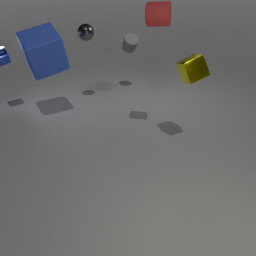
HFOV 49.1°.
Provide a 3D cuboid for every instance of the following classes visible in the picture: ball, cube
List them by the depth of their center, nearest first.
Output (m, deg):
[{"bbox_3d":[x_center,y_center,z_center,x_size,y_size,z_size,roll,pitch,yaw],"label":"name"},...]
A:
[{"bbox_3d":[2.012,-1.844,8.761,0.700,0.700,0.700,-27,19,-3],"label":"cube"},{"bbox_3d":[-3.249,-2.955,10.767,1.400,1.400,1.400,-25,53,-15],"label":"cube"},{"bbox_3d":[-1.779,-4.028,11.801,0.700,0.700,0.700,0,28,0],"label":"ball"}]

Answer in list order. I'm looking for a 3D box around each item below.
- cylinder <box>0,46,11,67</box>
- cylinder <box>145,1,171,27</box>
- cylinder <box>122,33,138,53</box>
[{"bbox_3d":[-5.272,-2.872,11.409,0.700,0.700,0.700,-29,39,-25],"label":"cylinder"},{"bbox_3d":[0.910,-3.400,8.360,0.700,0.700,0.700,4,28,13],"label":"cylinder"},{"bbox_3d":[0.105,-4.210,13.900,0.700,0.700,0.700,4,68,-11],"label":"cylinder"}]
